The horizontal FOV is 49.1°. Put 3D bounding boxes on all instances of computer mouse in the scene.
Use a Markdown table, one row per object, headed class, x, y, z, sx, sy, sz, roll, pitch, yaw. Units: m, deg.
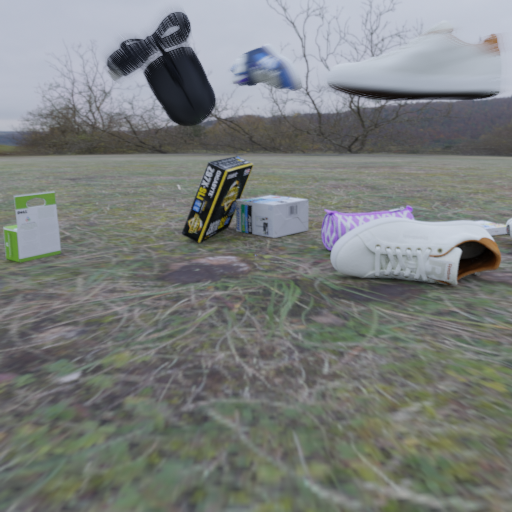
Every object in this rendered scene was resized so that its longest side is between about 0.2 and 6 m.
| class | x | y | z | sx | sy | sz | roll | pitch | yaw |
| --- | --- | --- | --- | --- | --- | --- | --- | --- | --- |
| computer mouse | -0.956 | -2.032 | 6.737 | 1.078 | 0.410 | 1.556 | -31 | -30 | 6 |

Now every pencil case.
| class | x | y | z | sx | sy | sz | roll | pitch | yaw |
| --- | --- | --- | --- | --- | --- | --- | --- | --- | --- |
| pencil case | 2.291 | -0.556 | 11.303 | 1.963 | 0.839 | 0.824 | -6 | 26 | -20 |

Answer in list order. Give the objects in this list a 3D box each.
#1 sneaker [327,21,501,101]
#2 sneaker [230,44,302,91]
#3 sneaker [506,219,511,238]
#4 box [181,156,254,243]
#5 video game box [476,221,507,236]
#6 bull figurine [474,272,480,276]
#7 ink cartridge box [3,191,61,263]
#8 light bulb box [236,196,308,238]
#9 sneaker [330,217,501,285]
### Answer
| class | x | y | z | sx | sy | sz | roll | pitch | yaw |
| --- | --- | --- | --- | --- | --- | --- | --- | --- | --- |
| sneaker | 2.819 | -3.522 | 10.141 | 3.043 | 1.288 | 1.108 | 2 | 7 | 4 |
| sneaker | 0.129 | -4.005 | 12.577 | 1.248 | 0.687 | 1.705 | -30 | 56 | -5 |
| sneaker | 6.411 | -0.654 | 11.606 | 2.398 | 0.888 | 1.061 | 1 | 16 | 3 |
| box | -0.823 | -1.312 | 12.570 | 0.525 | 1.699 | 2.127 | 27 | 18 | 7 |
| video game box | 5.249 | -0.637 | 13.033 | 0.918 | 0.215 | 0.837 | -6 | 12 | -25 |
| bull figurine | 3.497 | 0.143 | 9.522 | 0.864 | 0.281 | 0.525 | -5 | 20 | -1 |
| ink cartridge box | -4.218 | -0.576 | 10.518 | 0.466 | 1.231 | 0.910 | 9 | 16 | 33 |
| light bulb box | 0.367 | -0.940 | 13.076 | 1.245 | 0.777 | 1.234 | 12 | 18 | 42 |
| sneaker | 2.533 | -0.030 | 8.809 | 2.629 | 0.957 | 1.113 | -8 | 27 | -1 |
